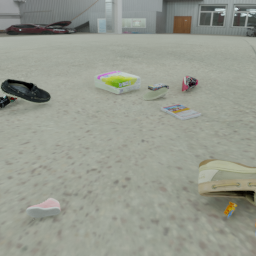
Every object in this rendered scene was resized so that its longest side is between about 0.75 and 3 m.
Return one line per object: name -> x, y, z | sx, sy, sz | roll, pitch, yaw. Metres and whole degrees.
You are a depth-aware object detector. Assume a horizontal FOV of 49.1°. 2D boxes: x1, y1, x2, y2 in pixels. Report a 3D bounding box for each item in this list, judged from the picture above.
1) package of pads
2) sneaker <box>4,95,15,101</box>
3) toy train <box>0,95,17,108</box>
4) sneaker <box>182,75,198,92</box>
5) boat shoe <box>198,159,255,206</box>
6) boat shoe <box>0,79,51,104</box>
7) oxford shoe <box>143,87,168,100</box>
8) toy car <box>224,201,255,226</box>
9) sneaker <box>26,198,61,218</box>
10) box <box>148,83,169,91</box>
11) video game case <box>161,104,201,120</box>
package of pads -> -0.582, -2.671, 16.260 | 1.781, 0.786, 2.305 | -20, 32, -36
sneaker -> -6.010, -1.619, 14.293 | 0.592, 0.410, 0.981 | -10, 33, -9
toy train -> -5.624, -1.629, 13.753 | 0.512, 0.381, 2.234 | 19, 41, 11
sneaker -> 3.539, -2.581, 16.051 | 0.737, 0.796, 1.974 | 11, 25, 19
boat shoe -> 3.173, 1.469, 6.773 | 2.912, 1.050, 0.946 | 8, 61, 7
boat shoe -> -4.646, -1.781, 13.054 | 2.344, 0.777, 0.876 | 16, 49, -31
oxford shoe -> 1.439, -1.705, 14.584 | 1.403, 0.405, 0.528 | -20, 62, -12
toy car -> 2.687, 2.131, 6.049 | 0.444, 0.655, 1.336 | -53, 20, -8
sneaker -> -1.966, 1.852, 6.553 | 0.758, 0.285, 0.396 | 0, 26, -14
box -> 1.768, -2.366, 16.289 | 1.015, 0.191, 0.693 | -14, 27, -29
video game case -> 2.376, -0.745, 12.665 | 1.082, 0.132, 1.514 | -14, 28, -27
